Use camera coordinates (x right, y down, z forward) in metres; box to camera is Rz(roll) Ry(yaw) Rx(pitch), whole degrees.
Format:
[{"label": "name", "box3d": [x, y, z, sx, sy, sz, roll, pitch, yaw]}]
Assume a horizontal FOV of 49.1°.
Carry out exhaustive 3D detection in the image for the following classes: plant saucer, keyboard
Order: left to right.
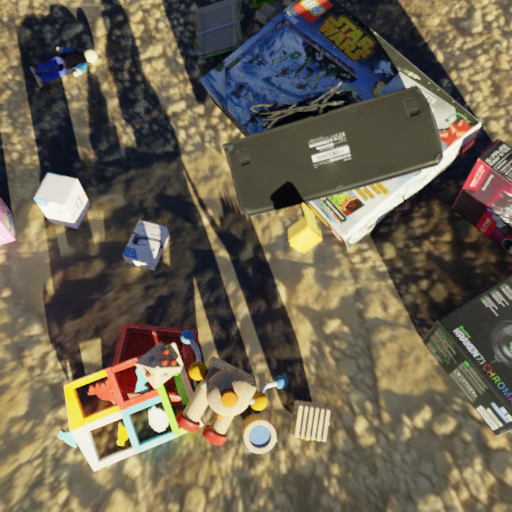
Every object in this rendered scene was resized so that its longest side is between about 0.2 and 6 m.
[{"label": "plant saucer", "box3d": [-1.729, 1.781, 9.314, 1.365, 0.251, 1.367, 5, 63, 3]}, {"label": "keyboard", "box3d": [1.290, -2.037, 10.027, 3.687, 0.731, 1.919, -14, 93, 11]}]

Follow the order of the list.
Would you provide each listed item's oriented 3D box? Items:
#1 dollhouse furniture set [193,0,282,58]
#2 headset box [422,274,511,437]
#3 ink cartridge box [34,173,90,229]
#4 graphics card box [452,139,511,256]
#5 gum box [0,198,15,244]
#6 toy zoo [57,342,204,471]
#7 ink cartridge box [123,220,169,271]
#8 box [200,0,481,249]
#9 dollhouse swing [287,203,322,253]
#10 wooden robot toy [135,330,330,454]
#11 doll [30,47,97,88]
[{"label": "dollhouse furniture set", "box3d": [-0.003, -5.239, 12.911, 2.815, 1.087, 1.407, -11, 69, 16]}, {"label": "headset box", "box3d": [4.227, 1.446, 9.051, 2.190, 1.016, 1.907, -27, 66, -14]}, {"label": "ink cartridge box", "box3d": [-3.601, -1.016, 10.443, 0.613, 0.836, 0.610, 14, 63, 8]}, {"label": "graphics card box", "box3d": [4.830, -0.617, 9.762, 0.679, 1.676, 2.671, -40, 70, -17]}, {"label": "gum box", "box3d": [-5.589, -0.554, 10.012, 2.054, 1.166, 0.679, -15, 63, -8]}, {"label": "toy zoo", "box3d": [-2.036, 2.382, 8.725, 2.129, 0.218, 1.397, -20, 87, -10]}, {"label": "ink cartridge box", "box3d": [-2.015, -0.203, 10.304, 0.572, 0.333, 0.791, 15, 63, 8]}, {"label": "box", "box3d": [1.470, -2.829, 10.901, 3.145, 0.916, 4.593, -39, 68, 1]}, {"label": "dollhouse swing", "box3d": [0.781, -0.494, 9.760, 0.577, 0.635, 0.558, -37, 58, 14]}, {"label": "wooden robot toy", "box3d": [-0.359, 2.178, 8.159, 3.114, 1.413, 1.372, 26, 83, -4]}, {"label": "doll", "box3d": [-4.234, -4.267, 12.433, 1.455, 0.352, 0.992, -26, 66, -13]}]
